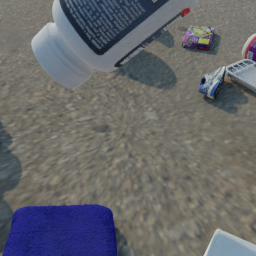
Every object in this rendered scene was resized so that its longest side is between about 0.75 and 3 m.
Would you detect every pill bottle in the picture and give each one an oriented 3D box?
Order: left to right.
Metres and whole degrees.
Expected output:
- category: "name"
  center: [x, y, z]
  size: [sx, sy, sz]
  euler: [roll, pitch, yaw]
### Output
- category: "pill bottle"
  center: [-0.248, -1.435, 3.600]
  size: [1.980, 1.184, 1.184]
  euler: [-34, 38, 20]
- category: "pill bottle"
  center: [4.659, -2.348, 9.041]
  size: [0.959, 0.959, 1.706]
  euler: [-26, 48, -27]

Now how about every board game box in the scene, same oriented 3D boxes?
- category: "board game box"
  center: [2.784, -3.576, 10.984]
  size: [1.042, 0.280, 1.736]
  euler: [17, 44, 12]

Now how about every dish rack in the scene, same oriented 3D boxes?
- category: "dish rack"
  center: [3.864, -1.587, 8.682]
  size: [1.261, 0.320, 1.470]
  euler: [-24, 47, -26]

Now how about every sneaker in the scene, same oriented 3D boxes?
- category: "sneaker"
  center: [2.507, -1.450, 8.371]
  size: [0.624, 0.565, 1.466]
  euler: [17, 44, 24]

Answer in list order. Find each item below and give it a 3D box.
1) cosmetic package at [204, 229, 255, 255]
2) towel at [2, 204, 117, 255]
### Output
- category: "cosmetic package"
  center: [2.176, 2.501, 3.234]
  size: [2.931, 1.490, 1.085]
  euler: [21, 46, 20]
- category: "towel"
  center: [-1.029, 2.311, 4.176]
  size: [1.789, 0.600, 2.423]
  euler: [2, 41, -8]
